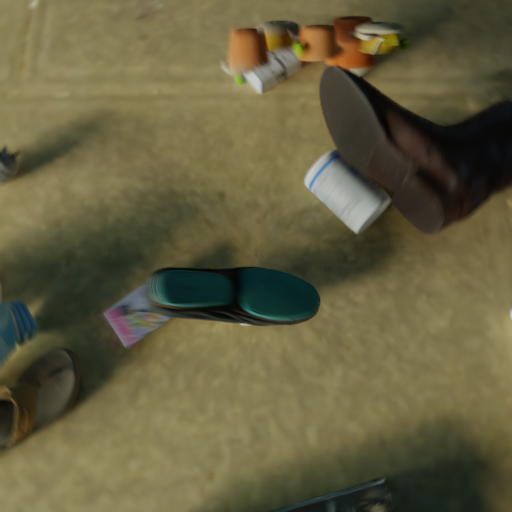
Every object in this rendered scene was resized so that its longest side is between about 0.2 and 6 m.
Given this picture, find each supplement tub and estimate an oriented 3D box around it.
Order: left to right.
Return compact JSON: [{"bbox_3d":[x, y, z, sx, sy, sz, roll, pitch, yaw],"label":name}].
[{"bbox_3d":[1.453,-1.037,8.969,0.801,0.801,1.214,-42,76,-13],"label":"supplement tub"}]

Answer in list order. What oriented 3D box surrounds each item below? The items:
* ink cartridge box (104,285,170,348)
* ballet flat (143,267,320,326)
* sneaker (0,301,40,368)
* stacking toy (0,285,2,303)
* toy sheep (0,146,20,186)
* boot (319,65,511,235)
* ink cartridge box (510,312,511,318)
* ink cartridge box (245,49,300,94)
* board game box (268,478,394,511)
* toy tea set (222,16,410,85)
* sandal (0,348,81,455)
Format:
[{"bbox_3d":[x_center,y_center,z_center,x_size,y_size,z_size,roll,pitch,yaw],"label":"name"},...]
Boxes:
[{"bbox_3d":[-1.684,0.822,8.485,1.074,0.225,0.641,-35,80,-7],"label":"ink cartridge box"},{"bbox_3d":[-0.378,0.601,8.254,2.622,0.897,0.891,8,65,-20],"label":"ballet flat"},{"bbox_3d":[-3.707,1.391,8.256,0.634,1.040,1.594,25,108,30],"label":"sneaker"},{"bbox_3d":[-4.795,0.628,8.396,1.579,1.153,1.153,-3,70,15],"label":"stacking toy"},{"bbox_3d":[-4.247,-1.475,9.220,0.921,0.635,0.635,-33,72,21],"label":"toy sheep"},{"bbox_3d":[3.082,-2.115,8.905,3.441,1.105,3.207,-25,74,-25],"label":"boot"},{"bbox_3d":[4.585,1.273,8.288,1.006,0.568,1.371,-16,72,-5],"label":"ink cartridge box"},{"bbox_3d":[0.247,-3.440,10.015,0.907,0.380,0.658,-35,74,-11],"label":"ink cartridge box"},{"bbox_3d":[0.407,4.495,7.235,3.359,0.473,2.272,-15,72,-5],"label":"board game box"},{"bbox_3d":[0.903,-3.267,9.297,2.987,1.105,1.776,-6,29,-5],"label":"toy tea set"},{"bbox_3d":[-3.493,2.218,7.937,2.310,0.624,0.928,-36,75,-12],"label":"sandal"}]
